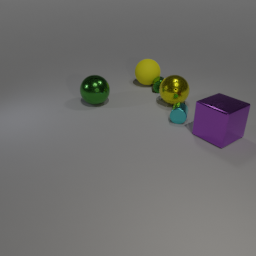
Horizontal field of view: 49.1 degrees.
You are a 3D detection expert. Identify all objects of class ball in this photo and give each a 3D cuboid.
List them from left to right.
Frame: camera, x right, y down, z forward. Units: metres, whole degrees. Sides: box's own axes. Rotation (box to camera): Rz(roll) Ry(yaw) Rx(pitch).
[{"bbox_3d":[-1.549,-1.783,13.132,1.400,1.400,1.400,0,29,0],"label":"ball"},{"bbox_3d":[1.073,-3.060,15.311,1.400,1.400,1.400,0,29,0],"label":"ball"},{"bbox_3d":[2.162,-1.770,13.073,1.400,1.400,1.400,0,29,0],"label":"ball"}]

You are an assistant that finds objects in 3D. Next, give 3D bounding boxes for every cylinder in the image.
[{"bbox_3d":[1.665,-2.265,14.670,0.700,0.700,0.700,1,30,2],"label":"cylinder"},{"bbox_3d":[2.151,-0.628,11.762,0.700,0.700,0.700,8,30,14],"label":"cylinder"}]

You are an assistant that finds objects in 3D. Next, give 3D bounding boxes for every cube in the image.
[{"bbox_3d":[3.453,-0.323,10.482,1.400,1.400,1.400,-20,35,-33],"label":"cube"}]
